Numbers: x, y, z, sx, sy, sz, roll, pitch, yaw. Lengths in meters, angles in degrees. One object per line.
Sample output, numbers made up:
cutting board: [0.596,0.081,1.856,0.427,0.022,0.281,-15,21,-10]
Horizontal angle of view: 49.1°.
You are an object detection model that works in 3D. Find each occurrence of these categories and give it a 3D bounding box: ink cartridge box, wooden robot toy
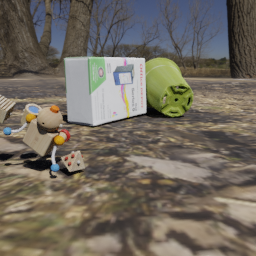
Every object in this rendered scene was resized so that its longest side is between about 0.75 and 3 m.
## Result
ink cartridge box: [-0.666,-1.390,9.905,1.292,2.145,2.952,7,14,36]
wooden robot toy: [-1.425,-0.107,4.873,1.983,0.900,0.874,36,31,6]

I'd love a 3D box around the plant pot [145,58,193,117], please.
plant pot: [1.490,-1.408,10.883,2.170,2.170,2.060,-3,27,-14]
